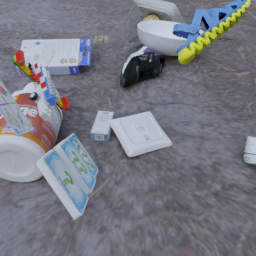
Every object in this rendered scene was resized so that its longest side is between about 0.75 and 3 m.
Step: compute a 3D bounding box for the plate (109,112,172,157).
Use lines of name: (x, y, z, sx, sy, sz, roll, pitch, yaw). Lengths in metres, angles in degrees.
plate: (0.356, 0.076, 7.753, 1.383, 0.224, 1.386, -13, 51, -24)

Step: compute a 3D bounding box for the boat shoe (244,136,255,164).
boat shoe: (4.005, 0.547, 6.798, 2.220, 0.741, 0.816, 2, 3, 3)

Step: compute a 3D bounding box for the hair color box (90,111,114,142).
hair color box: (-0.720, -0.067, 8.080, 0.505, 0.309, 1.019, 5, 42, 6)

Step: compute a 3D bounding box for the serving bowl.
serving bowl: (1.756, -3.652, 11.652, 2.838, 0.933, 2.838, 5, 33, -3)

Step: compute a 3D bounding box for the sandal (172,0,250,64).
sandal: (1.729, -2.283, 6.076, 1.920, 0.763, 0.836, -36, 84, 6)

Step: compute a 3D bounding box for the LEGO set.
LEGO set: (-1.179, -0.303, 4.325, 0.696, 2.834, 2.117, -32, 6, 6)

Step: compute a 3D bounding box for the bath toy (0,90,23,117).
bath toy: (-3.912, -0.502, 8.291, 2.072, 0.766, 0.901, -30, 79, -28)

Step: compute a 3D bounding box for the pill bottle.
pill bottle: (-2.515, -0.046, 7.170, 1.464, 1.464, 2.610, 0, 40, 0)

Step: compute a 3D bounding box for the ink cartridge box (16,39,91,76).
ink cartridge box: (-2.780, -2.760, 10.838, 2.720, 0.571, 1.623, -4, 54, -1)

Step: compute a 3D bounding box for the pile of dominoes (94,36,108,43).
pile of dominoes: (-1.238, -4.177, 13.032, 0.626, 0.128, 0.803, -2, 41, -2)

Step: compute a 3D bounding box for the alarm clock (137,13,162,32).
alarm clock: (1.248, -4.862, 13.229, 1.530, 0.509, 1.032, 9, 79, 22)

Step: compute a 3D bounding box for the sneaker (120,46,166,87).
sneaker: (0.636, -2.212, 10.151, 1.120, 0.969, 2.559, 21, 45, 16)

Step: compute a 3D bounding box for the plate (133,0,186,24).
plate: (1.502, -5.512, 13.562, 2.339, 0.379, 2.344, 25, 5, 26)
